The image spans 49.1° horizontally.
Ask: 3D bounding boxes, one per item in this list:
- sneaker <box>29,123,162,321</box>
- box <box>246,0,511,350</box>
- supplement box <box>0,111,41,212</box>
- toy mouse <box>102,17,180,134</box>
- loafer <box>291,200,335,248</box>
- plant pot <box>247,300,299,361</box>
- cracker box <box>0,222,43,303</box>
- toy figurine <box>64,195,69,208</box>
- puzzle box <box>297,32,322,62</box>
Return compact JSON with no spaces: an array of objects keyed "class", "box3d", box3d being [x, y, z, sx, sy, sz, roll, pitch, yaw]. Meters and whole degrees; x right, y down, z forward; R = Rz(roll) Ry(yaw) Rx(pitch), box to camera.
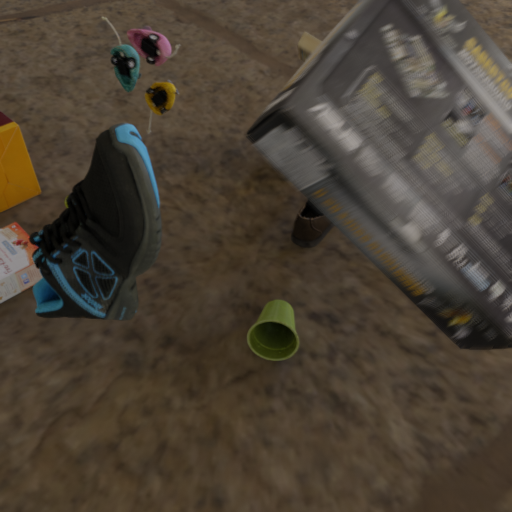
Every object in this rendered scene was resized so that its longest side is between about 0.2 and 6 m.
[{"class":"sneaker","box3d":[-1.759,-0.132,5.979,1.201,2.933,1.074,-4,52,-25]},{"class":"box","box3d":[2.402,-1.337,7.376,4.180,1.010,3.311,42,65,-14]},{"class":"supplement box","box3d":[-5.420,-2.023,11.225,1.111,1.650,1.673,-34,53,-30]},{"class":"toy mouse","box3d":[-1.684,-2.932,8.349,1.588,1.787,0.346,52,55,-5]},{"class":"loafer","box3d":[1.351,-0.977,10.822,0.740,0.723,2.026,20,48,19]},{"class":"plant pot","box3d":[0.314,1.096,8.775,0.797,0.797,0.756,7,32,7]},{"class":"cracker box","box3d":[-4.664,0.278,9.673,1.842,0.531,1.234,-34,53,-29]},{"class":"toy figurine","box3d":[-3.201,-1.116,11.240,1.469,0.775,0.880,-30,23,-30]},{"class":"puzzle box","box3d":[1.826,-3.515,10.883,2.257,0.287,1.501,31,12,0]}]
